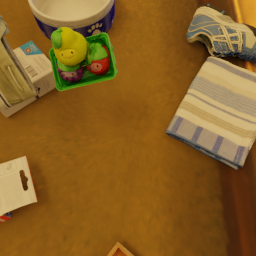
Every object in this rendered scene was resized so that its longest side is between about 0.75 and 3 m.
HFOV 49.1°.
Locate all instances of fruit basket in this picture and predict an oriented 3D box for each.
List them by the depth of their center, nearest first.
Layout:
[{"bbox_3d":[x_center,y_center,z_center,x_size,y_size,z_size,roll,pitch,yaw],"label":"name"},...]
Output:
[{"bbox_3d":[-0.917,-1.288,5.232,1.381,1.381,0.996,-12,94,-6],"label":"fruit basket"}]

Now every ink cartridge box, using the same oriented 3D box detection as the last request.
[{"bbox_3d":[-3.278,1.617,6.469,2.273,0.572,1.238,-19,65,-10],"label":"ink cartridge box"},{"bbox_3d":[-3.040,-1.383,7.814,1.842,0.777,1.345,-36,69,-16],"label":"ink cartridge box"}]

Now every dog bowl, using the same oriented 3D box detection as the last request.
[{"bbox_3d":[-1.733,-3.972,8.942,2.641,1.040,2.641,0,64,0],"label":"dog bowl"}]

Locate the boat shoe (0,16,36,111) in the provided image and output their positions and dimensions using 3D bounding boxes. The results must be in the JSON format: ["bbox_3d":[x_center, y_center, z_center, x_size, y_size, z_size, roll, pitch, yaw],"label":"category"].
[{"bbox_3d":[-2.577,-1.679,4.980,0.887,2.861,1.030,-21,33,-6],"label":"boat shoe"}]

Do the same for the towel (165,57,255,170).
[{"bbox_3d":[2.619,-0.572,7.662,2.194,0.356,2.987,28,67,14],"label":"towel"}]

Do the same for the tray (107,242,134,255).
[{"bbox_3d":[0.335,3.559,5.594,2.345,0.434,1.157,36,69,15],"label":"tray"}]

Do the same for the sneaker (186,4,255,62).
[{"bbox_3d":[3.100,-2.501,8.363,2.914,1.103,1.123,34,90,16],"label":"sneaker"}]
